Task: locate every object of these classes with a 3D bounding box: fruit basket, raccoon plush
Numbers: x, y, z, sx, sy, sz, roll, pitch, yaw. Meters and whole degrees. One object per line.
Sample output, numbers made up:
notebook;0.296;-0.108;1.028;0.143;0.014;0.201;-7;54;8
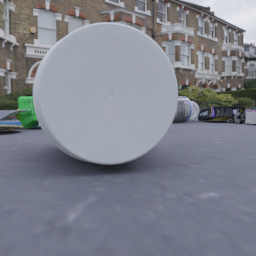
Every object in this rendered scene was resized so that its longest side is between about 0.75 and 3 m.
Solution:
fruit basket;-3.664;-0.494;11.513;2.588;1.310;2.795;-6;-9;-39
raccoon plush;5.557;-0.466;13.750;0.778;0.562;1.161;7;2;-22

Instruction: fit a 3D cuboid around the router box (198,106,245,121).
router box;4.914;-0.747;14.968;1.759;0.584;2.237;0;-2;-3

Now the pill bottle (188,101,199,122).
pill bottle;3.025;-0.967;15.950;1.114;1.114;2.010;-2;6;-25

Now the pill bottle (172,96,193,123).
pill bottle;1.962;-0.922;13.989;2.377;1.352;1.352;-2;5;-34

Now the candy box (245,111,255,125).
candy box;6.424;-0.418;12.201;1.419;0.635;2.081;-1;5;-22

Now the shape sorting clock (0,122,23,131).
shape sorting clock;-4.298;-0.006;9.068;1.696;0.333;1.696;-3;1;0

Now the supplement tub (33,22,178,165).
supplement tub;-0.531;-0.537;4.985;2.079;2.079;2.963;-1;4;-13
